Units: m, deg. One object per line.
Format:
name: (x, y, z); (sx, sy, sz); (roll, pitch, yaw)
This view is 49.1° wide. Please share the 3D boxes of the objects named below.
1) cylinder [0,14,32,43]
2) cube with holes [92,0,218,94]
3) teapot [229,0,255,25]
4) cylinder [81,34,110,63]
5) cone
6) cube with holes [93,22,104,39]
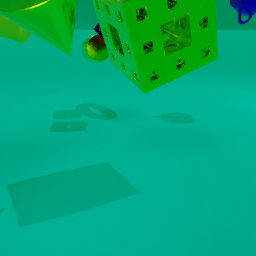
cylinder: (-2.910, -2.806, 6.503); (1.289, 1.289, 1.289); (18, 20, -8)
cube with holes: (0.394, -1.589, 4.265); (1.313, 1.313, 1.313); (-26, 40, -10)
teapot: (3.264, -3.750, 7.692); (0.877, 1.792, 1.114); (3, 4, -18)
cylinder: (-0.958, -2.393, 8.491); (0.790, 0.790, 0.790); (-7, 13, -18)
cone: (-0.905, -1.282, 3.434); (1.062, 1.066, 1.062); (-7, 55, 10)
cube with holes: (-0.343, -2.634, 7.267); (0.750, 0.750, 0.750); (39, 19, -17)
